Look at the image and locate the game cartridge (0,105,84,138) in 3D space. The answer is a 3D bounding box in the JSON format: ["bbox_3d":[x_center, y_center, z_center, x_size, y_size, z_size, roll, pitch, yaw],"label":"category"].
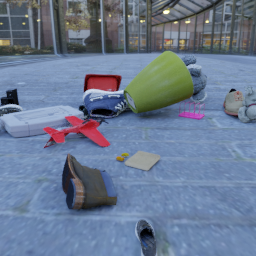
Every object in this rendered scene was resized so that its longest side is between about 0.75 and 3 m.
[{"bbox_3d":[-3.359,-0.310,11.102,2.930,0.593,1.954,-14,20,-34],"label":"game cartridge"}]

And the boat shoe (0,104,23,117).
[{"bbox_3d":[-5.396,-0.541,11.771,1.860,0.638,0.527,-8,40,-18],"label":"boat shoe"}]

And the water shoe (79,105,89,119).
[{"bbox_3d":[-1.966,-0.789,12.446,0.479,0.528,1.339,-3,19,-10],"label":"water shoe"}]

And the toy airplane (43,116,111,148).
[{"bbox_3d":[-1.811,0.057,9.664,2.491,0.458,2.491,2,32,-1],"label":"toy airplane"}]

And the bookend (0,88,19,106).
[{"bbox_3d":[-6.040,-1.541,14.106,0.870,0.876,0.403,3,19,6],"label":"bookend"}]

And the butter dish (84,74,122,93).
[{"bbox_3d":[-1.293,-1.771,14.265,1.878,1.392,1.883,0,-24,-12],"label":"butter dish"}]

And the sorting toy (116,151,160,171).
[{"bbox_3d":[0.275,0.923,8.127,1.126,0.151,0.839,11,26,28],"label":"sorting toy"}]

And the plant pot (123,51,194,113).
[{"bbox_3d":[1.113,-1.725,12.082,2.464,2.306,2.306,-30,27,-12],"label":"plant pot"}]

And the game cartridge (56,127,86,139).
[{"bbox_3d":[-2.017,0.157,10.210,1.185,0.246,0.789,-5,24,-15],"label":"game cartridge"}]

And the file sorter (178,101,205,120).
[{"bbox_3d":[2.830,-0.811,12.383,0.981,0.615,0.682,12,22,30],"label":"file sorter"}]

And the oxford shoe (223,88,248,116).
[{"bbox_3d":[4.956,-1.217,12.959,0.924,0.981,2.622,4,20,3],"label":"oxford shoe"}]

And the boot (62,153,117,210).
[{"bbox_3d":[-0.973,1.242,6.582,0.999,0.770,2.062,10,18,-22],"label":"boot"}]

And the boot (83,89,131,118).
[{"bbox_3d":[-0.501,-0.971,12.649,2.970,1.080,1.342,-2,42,-21],"label":"boot"}]

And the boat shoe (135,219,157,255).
[{"bbox_3d":[0.317,1.899,4.970,0.350,0.332,1.002,0,19,-1],"label":"boat shoe"}]

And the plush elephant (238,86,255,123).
[{"bbox_3d":[5.314,-0.853,11.505,1.737,1.345,1.431,16,-17,-36],"label":"plush elephant"}]

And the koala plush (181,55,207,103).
[{"bbox_3d":[3.237,-2.514,15.167,2.459,2.372,2.675,-19,25,-17],"label":"koala plush"}]
